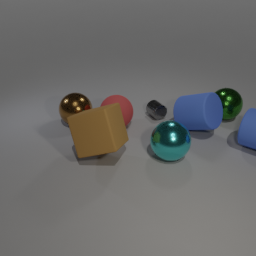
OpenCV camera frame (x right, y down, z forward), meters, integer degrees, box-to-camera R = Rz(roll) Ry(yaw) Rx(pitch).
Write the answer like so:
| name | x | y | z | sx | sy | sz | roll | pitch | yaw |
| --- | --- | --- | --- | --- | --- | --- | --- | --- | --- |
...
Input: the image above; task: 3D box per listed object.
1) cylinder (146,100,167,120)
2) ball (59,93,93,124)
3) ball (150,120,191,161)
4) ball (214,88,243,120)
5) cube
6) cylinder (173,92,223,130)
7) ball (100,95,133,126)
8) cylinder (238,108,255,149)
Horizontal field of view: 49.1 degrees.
| name | x | y | z | sx | sy | sz | roll | pitch | yaw |
| --- | --- | --- | --- | --- | --- | --- | --- | --- | --- |
| cylinder | 1.267 | -0.810 | 12.472 | 0.700 | 0.700 | 0.700 | -14 | 33 | -23 |
| ball | -2.192 | -0.785 | 11.774 | 1.400 | 1.400 | 1.400 | 0 | 30 | 0 |
| ball | 1.463 | 0.432 | 9.640 | 1.400 | 1.400 | 1.400 | 0 | 30 | 0 |
| ball | 4.260 | -1.047 | 12.209 | 1.400 | 1.400 | 1.400 | 0 | 30 | 0 |
| cube | -0.965 | 0.054 | 9.423 | 1.400 | 1.400 | 1.400 | -12 | 9 | 19 |
| cylinder | 2.735 | -0.627 | 10.941 | 1.400 | 1.400 | 1.400 | -2 | 20 | 47 |
| ball | -0.478 | -0.670 | 11.577 | 1.400 | 1.400 | 1.400 | 0 | 30 | 0 |
| cylinder | 4.850 | 0.127 | 9.927 | 1.400 | 1.400 | 1.400 | 21 | 36 | 36 |
